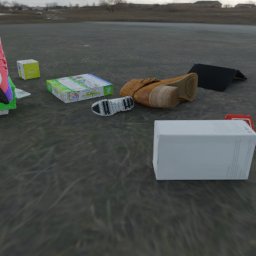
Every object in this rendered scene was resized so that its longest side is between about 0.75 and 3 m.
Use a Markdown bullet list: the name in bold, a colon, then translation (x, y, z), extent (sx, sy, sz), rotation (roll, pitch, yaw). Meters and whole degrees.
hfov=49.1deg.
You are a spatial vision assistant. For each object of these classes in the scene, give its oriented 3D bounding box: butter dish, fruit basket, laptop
- **butter dish**: translation (2.797, 0.121, 7.293), extent (0.846, 0.849, 0.627), rotation (2, -19, -19)
- **fruit basket**: translation (-4.923, -1.140, 9.380), extent (2.522, 1.182, 2.336), rotation (15, 21, 41)
- **laptop**: translation (3.964, -2.185, 12.808), extent (2.086, 1.216, 2.354), rotation (21, 7, 37)

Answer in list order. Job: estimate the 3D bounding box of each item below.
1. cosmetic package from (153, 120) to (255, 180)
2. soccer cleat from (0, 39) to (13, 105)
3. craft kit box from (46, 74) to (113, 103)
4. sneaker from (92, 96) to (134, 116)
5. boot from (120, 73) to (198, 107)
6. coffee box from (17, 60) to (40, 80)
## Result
- **cosmetic package**: translation (1.541, 0.457, 5.960), extent (1.975, 1.114, 0.801), rotation (2, 25, 0)
- **soccer cleat**: translation (-2.676, -1.421, 5.426), extent (0.733, 2.004, 0.683), rotation (-31, 2, -29)
- **craft kit box**: translation (-1.972, -1.650, 11.278), extent (2.023, 0.497, 2.048), rotation (-12, 27, -30)
- **sneaker**: translation (-0.546, -0.730, 9.319), extent (1.438, 0.540, 0.583), rotation (-11, 12, -25)
- **boot**: translation (1.231, -1.533, 10.419), extent (2.148, 1.023, 2.776), rotation (13, 24, 35)
- **coffee box**: translation (-4.738, -2.802, 13.366), extent (0.758, 0.759, 0.751), rotation (-19, 31, -36)
